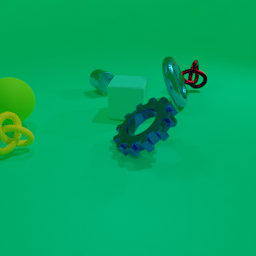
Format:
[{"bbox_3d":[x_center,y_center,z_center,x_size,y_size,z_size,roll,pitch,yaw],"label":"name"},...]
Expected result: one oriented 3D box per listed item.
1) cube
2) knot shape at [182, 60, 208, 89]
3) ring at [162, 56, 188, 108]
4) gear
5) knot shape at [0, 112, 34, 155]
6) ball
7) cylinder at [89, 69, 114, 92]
[{"bbox_3d":[0.020,-0.998,9.230,1.151,1.151,1.151,5,28,9],"label":"cube"},{"bbox_3d":[2.541,-2.045,11.082,1.085,1.159,0.536,-23,13,-21],"label":"knot shape"},{"bbox_3d":[1.647,-1.595,9.747,0.369,1.847,1.847,-16,22,23],"label":"ring"},{"bbox_3d":[0.430,-0.061,7.276,1.796,0.332,1.796,-31,30,20],"label":"gear"},{"bbox_3d":[-3.073,0.225,7.169,1.023,1.094,0.505,-42,21,-6],"label":"knot shape"},{"bbox_3d":[-3.415,-0.788,8.163,1.353,1.353,1.353,0,28,0],"label":"ball"},{"bbox_3d":[-1.005,-1.864,10.987,0.783,0.783,0.783,-17,27,-28],"label":"cylinder"}]
